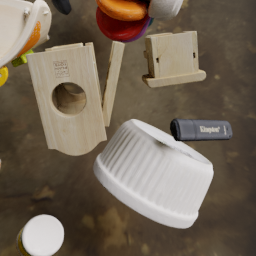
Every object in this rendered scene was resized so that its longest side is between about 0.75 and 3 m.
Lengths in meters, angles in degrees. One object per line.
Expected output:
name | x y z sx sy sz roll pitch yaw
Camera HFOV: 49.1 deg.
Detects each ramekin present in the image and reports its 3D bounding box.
ramekin | 0.509 0.687 5.037 2.060 2.060 1.081 30 98 13

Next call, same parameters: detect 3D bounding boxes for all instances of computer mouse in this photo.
computer mouse | -1.570 -3.243 5.457 0.348 0.600 2.047 -17 101 -2

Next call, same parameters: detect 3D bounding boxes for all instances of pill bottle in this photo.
pill bottle | -1.628 2.012 5.024 0.680 1.206 0.680 14 57 -23

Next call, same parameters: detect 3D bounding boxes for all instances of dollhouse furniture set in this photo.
dollhouse furniture set | -0.177 -0.750 4.623 2.143 2.423 1.347 -9 109 -3

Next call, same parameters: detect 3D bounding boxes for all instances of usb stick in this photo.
usb stick | 1.131 0.032 4.218 1.235 0.201 0.342 1 68 -34

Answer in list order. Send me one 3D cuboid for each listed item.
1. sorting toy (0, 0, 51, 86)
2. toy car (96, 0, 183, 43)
sorting toy | -2.944 -1.960 5.845 2.994 2.695 1.600 10 109 -1
toy car | 0.040 -2.601 5.852 1.914 2.186 1.640 24 111 5
